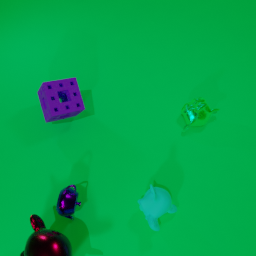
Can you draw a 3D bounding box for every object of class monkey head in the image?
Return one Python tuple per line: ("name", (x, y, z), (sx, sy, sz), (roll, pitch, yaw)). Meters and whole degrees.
("monkey head", (1.934, -0.390, 7.589), (1.242, 0.894, 0.749), (-32, 102, -5))
("monkey head", (0.676, 1.783, 6.274), (0.726, 1.204, 0.866), (-36, 38, 11))
("monkey head", (-1.471, 2.547, 5.562), (1.709, 1.230, 1.030), (37, 95, 29))

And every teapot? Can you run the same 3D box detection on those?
("teapot", (-1.330, 1.715, 6.368), (0.513, 1.047, 0.651), (11, 24, -3))

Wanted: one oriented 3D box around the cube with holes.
("cube with holes", (-1.791, -0.729, 7.437), (0.878, 0.878, 0.878), (-15, 87, -28))
